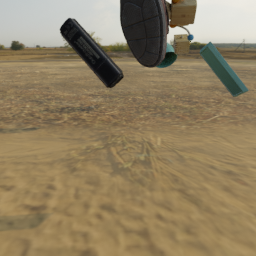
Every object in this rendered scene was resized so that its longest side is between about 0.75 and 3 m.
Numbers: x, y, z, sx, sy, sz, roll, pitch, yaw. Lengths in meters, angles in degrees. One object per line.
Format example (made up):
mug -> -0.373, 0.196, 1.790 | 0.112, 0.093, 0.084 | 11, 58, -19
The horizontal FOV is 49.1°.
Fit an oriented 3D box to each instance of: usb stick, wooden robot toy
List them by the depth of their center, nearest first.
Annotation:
wooden robot toy -> 0.847, -2.285, 5.454 | 0.878, 0.852, 1.934 | -5, -26, 2
usb stick -> -1.206, -2.454, 9.164 | 2.687, 0.745, 0.438 | 49, 18, 6

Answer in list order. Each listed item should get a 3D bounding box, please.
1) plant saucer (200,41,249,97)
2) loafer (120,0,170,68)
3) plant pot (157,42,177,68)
plant saucer -> 1.605, -0.969, 4.764 | 0.099, 1.042, 0.364 | -39, 1, -16
loafer -> 0.281, -2.342, 4.778 | 0.912, 2.538, 0.799 | 5, 36, 40
plant pot -> 1.464, -3.176, 11.854 | 1.014, 0.814, 1.014 | -15, -25, -7
